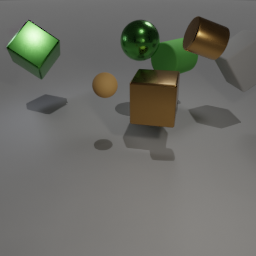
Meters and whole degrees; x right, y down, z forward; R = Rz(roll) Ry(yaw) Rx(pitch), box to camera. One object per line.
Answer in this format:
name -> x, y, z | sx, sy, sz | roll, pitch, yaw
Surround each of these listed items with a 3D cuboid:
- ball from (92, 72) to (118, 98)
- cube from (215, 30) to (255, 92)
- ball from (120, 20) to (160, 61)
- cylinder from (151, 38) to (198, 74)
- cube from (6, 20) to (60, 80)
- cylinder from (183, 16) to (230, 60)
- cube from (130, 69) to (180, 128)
ball -> -0.634, -1.175, 7.703 | 0.700, 0.700, 0.700 | 0, 28, 0
cube -> 4.039, -2.361, 9.775 | 1.400, 1.400, 1.400 | -35, 24, 9
ball -> 0.426, -3.093, 9.938 | 1.400, 1.400, 1.400 | 0, 28, 0
cylinder -> 1.902, -2.884, 11.483 | 1.400, 1.400, 1.400 | -24, 36, -37
cube -> -3.627, -3.007, 10.970 | 1.400, 1.400, 1.400 | 33, -13, -7
cylinder -> 1.601, -1.847, 5.792 | 0.700, 0.700, 0.700 | 15, 25, -14
cube -> 0.874, -0.989, 8.976 | 1.400, 1.400, 1.400 | 6, 30, 11
